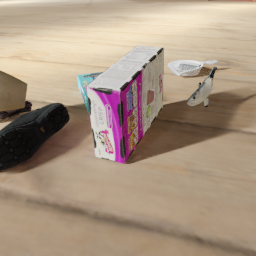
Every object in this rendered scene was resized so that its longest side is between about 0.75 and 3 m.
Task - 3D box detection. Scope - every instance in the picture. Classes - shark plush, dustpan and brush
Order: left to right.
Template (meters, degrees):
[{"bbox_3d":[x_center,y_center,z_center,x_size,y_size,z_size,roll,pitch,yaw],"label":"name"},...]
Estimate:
[{"bbox_3d":[2.925,-2.708,12.158,2.121,0.607,1.481,1,29,-14],"label":"dustpan and brush"},{"bbox_3d":[2.293,-1.307,8.705,0.625,1.375,0.573,15,11,-22],"label":"shark plush"}]

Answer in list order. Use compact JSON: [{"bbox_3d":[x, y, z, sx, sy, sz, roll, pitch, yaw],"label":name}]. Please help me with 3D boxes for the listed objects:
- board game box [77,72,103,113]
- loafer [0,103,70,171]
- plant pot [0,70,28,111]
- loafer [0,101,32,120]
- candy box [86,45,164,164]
[{"bbox_3d":[-0.764,-1.364,9.919,1.740,0.541,2.305,-9,31,-13],"label":"board game box"},{"bbox_3d":[-2.604,0.190,7.050,0.953,0.922,2.716,-6,26,36],"label":"loafer"},{"bbox_3d":[-3.456,-0.975,7.417,1.437,1.346,1.346,8,26,-22],"label":"plant pot"},{"bbox_3d":[-3.929,-0.464,8.386,2.030,0.730,0.639,-2,74,-17],"label":"loafer"},{"bbox_3d":[0.088,-0.753,7.280,0.879,1.966,2.883,12,36,22],"label":"candy box"}]
